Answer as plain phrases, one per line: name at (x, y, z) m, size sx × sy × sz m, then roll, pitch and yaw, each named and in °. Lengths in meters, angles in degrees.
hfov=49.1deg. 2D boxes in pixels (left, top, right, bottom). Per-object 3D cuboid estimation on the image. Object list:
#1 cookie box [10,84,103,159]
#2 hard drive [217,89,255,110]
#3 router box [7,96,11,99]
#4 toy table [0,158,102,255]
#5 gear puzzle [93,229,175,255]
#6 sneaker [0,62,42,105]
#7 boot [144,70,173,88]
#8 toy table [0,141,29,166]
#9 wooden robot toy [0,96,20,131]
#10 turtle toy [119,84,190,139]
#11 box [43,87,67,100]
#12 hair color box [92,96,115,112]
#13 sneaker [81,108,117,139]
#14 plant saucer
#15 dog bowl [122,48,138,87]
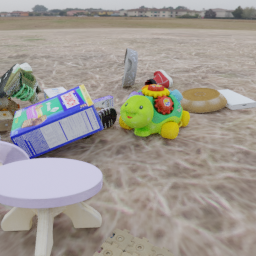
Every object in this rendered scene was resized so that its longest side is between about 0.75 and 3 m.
cookie box at (-1.922, -0.234, 7.572) m, size 2.140 × 0.804 × 1.830 m, roll -23°, pitch 28°, yaw -7°
hard drive at (4.032, -1.148, 11.070) m, size 1.148 × 0.229 × 1.741 m, roll -7°, pitch 26°, yaw -16°
router box at (-5.094, -0.992, 10.516) m, size 0.917 × 0.380 × 1.224 m, roll 1°, pitch 24°, yaw 3°
toy table at (-1.330, 1.225, 4.673) m, size 1.812 × 1.061 × 1.666 m, roll 4°, pitch 24°, yaw 8°
gear puzzle at (0.278, 1.993, 4.064) m, size 1.477 × 0.193 × 0.765 m, roll 15°, pitch 26°, yaw 25°
sneaker at (-3.396, -1.312, 9.086) m, size 1.123 × 1.294 × 2.921 m, roll -39°, pitch 17°, yaw 11°
boot at (1.242, -2.313, 13.293) m, size 1.205 × 0.605 × 1.670 m, roll -8°, pitch 28°, yaw -14°
toy table at (-2.792, 0.807, 5.351) m, size 1.614 × 1.484 × 0.945 m, roll -13°, pitch 10°, yaw -9°
wooden robot toy at (-4.164, -0.790, 9.305) m, size 1.238 × 1.202 × 2.729 m, roll -7°, pitch 23°, yaw -42°
turtle toy at (0.683, -0.538, 8.301) m, size 1.923 × 1.334 × 2.639 m, roll 13°, pitch 27°, yaw 26°
box at (-2.324, -0.796, 9.543) m, size 0.727 × 0.807 × 1.435 m, roll -12°, pitch 27°, yaw -25°
hair color box at (-0.927, -0.759, 9.781) m, size 0.958 × 0.524 × 0.310 m, roll -21°, pitch 31°, yaw -35°
sneaker at (-1.172, -0.265, 8.597) m, size 0.980 × 0.642 × 1.697 m, roll 14°, pitch 28°, yaw 35°
plant saucer at (2.727, -1.141, 10.606) m, size 1.979 × 0.350 × 1.979 m, roll -6°, pitch 27°, yaw 3°
dog bowl at (0.085, -2.744, 12.849) m, size 0.517 × 1.764 × 1.764 m, roll 6°, pitch 23°, yaw -7°
